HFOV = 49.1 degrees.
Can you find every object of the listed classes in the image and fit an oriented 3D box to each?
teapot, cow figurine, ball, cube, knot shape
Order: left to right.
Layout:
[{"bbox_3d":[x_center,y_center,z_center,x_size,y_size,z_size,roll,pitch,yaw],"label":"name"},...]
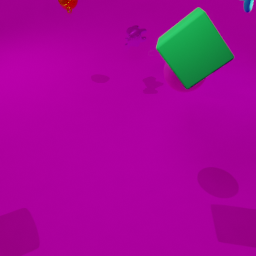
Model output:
[{"bbox_3d":[-2.172,-4.610,9.880,0.741,1.192,0.584,-8,8,22],"label":"teapot"},{"bbox_3d":[0.172,-3.257,9.951,1.040,0.580,1.057,-22,44,-26],"label":"cow figurine"},{"bbox_3d":[1.251,-1.246,6.106,0.939,0.939,0.939,0,41,0],"label":"ball"},{"bbox_3d":[1.121,-1.380,4.818,0.900,0.900,0.900,-34,17,22],"label":"cube"},{"bbox_3d":[3.976,-4.225,8.635,0.555,1.123,1.200,39,42,-11],"label":"knot shape"}]
